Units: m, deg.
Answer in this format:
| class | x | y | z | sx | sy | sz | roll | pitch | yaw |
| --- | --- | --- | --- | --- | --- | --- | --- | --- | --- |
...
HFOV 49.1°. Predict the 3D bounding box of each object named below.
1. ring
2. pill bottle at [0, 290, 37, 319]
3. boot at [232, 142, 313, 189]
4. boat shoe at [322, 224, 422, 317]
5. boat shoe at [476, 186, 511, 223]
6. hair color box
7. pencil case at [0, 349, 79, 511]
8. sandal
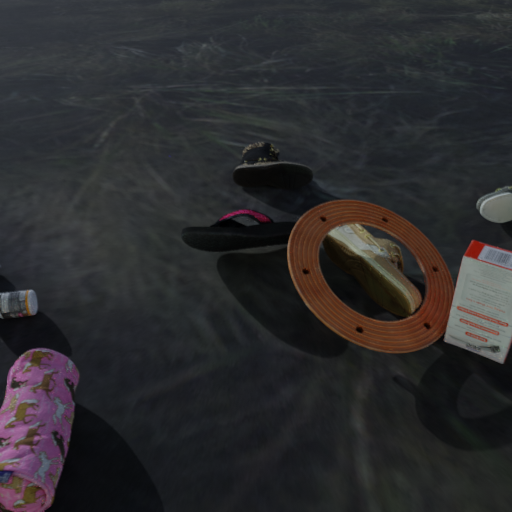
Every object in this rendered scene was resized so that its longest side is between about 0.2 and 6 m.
| class | x | y | z | sx | sy | sz | roll | pitch | yaw |
| --- | --- | --- | --- | --- | --- | --- | --- | --- | --- |
| ring | 1.939 | 0.289 | 9.482 | 3.033 | 0.291 | 3.033 | 9 | 54 | -13 |
| pill bottle | -4.147 | 0.832 | 9.508 | 0.749 | 0.436 | 0.436 | -7 | 35 | -7 |
| boot | 0.440 | -2.260 | 13.859 | 1.921 | 0.703 | 1.446 | -2 | 35 | 7 |
| boat shoe | 2.149 | 0.074 | 10.053 | 0.874 | 0.974 | 2.632 | -28 | 41 | -12 |
| boat shoe | 5.555 | -1.189 | 12.290 | 1.947 | 0.696 | 0.582 | -8 | 35 | -22 |
| hair color box | 3.533 | 0.712 | 8.526 | 0.956 | 1.725 | 0.551 | 20 | 40 | 27 |
| pencil case | -2.879 | 2.175 | 7.151 | 0.888 | 0.928 | 2.146 | -25 | 33 | 10 |
| sandal | -0.110 | -0.541 | 10.941 | 2.795 | 1.049 | 0.630 | -4 | 75 | -18 |
